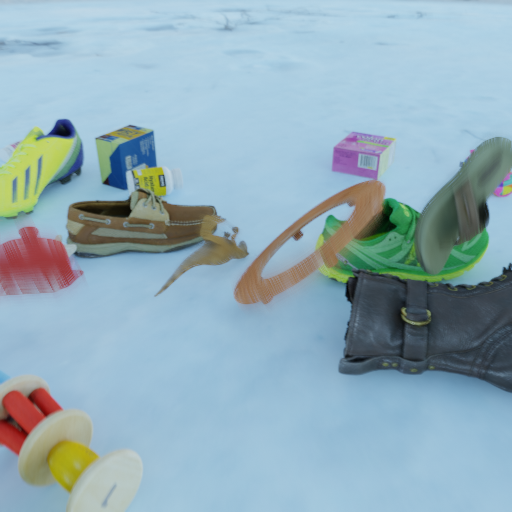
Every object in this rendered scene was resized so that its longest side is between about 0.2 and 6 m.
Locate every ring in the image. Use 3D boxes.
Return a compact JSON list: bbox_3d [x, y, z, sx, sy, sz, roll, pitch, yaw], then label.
[{"bbox_3d":[0.751,-0.167,7.901,2.611,0.250,2.611,-38,13,10],"label":"ring"}]

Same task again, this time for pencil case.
[{"bbox_3d":[5.028,-1.792,12.128,0.625,0.625,1.414,-7,32,-12],"label":"pencil case"}]

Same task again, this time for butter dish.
[{"bbox_3d":[-2.965,0.032,7.358,1.150,0.850,1.147,-2,-12,-30],"label":"butter dish"}]

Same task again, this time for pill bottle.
[{"bbox_3d":[-5.832,-2.537,13.573,0.396,0.396,0.698,16,34,24],"label":"pill bottle"},{"bbox_3d":[-2.109,-1.538,11.679,1.097,0.611,0.611,-11,32,-16],"label":"pill bottle"}]

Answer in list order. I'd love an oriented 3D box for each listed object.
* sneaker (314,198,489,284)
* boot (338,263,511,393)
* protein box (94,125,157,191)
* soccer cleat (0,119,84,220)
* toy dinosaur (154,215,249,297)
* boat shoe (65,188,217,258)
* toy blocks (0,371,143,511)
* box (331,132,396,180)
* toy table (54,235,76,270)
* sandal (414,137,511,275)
[{"bbox_3d":[2.412,-0.282,8.920,2.973,1.243,1.101,-7,31,-11],"label":"sneaker"},{"bbox_3d":[2.639,0.550,7.573,2.828,1.124,3.248,10,37,17],"label":"boot"},{"bbox_3d":[-2.820,-2.170,12.284,0.729,1.073,1.080,17,35,27],"label":"protein box"},{"bbox_3d":[-4.655,-1.827,11.355,1.099,1.422,3.399,7,31,12],"label":"soccer cleat"},{"bbox_3d":[-0.714,-0.074,8.824,0.594,1.045,1.967,9,19,43],"label":"toy dinosaur"},{"bbox_3d":[-1.985,-0.637,9.781,2.648,0.978,1.002,-9,32,-15],"label":"boat shoe"},{"bbox_3d":[-2.603,2.031,5.400,2.363,0.858,1.970,23,37,33],"label":"toy blocks"},{"bbox_3d":[2.523,-2.354,13.042,1.120,0.616,1.274,16,34,25],"label":"box"},{"bbox_3d":[-3.297,0.025,9.175,0.740,0.472,0.805,-6,32,-10],"label":"toy table"},{"bbox_3d":[2.860,-0.674,7.523,0.833,2.098,0.599,31,5,-37],"label":"sandal"}]
